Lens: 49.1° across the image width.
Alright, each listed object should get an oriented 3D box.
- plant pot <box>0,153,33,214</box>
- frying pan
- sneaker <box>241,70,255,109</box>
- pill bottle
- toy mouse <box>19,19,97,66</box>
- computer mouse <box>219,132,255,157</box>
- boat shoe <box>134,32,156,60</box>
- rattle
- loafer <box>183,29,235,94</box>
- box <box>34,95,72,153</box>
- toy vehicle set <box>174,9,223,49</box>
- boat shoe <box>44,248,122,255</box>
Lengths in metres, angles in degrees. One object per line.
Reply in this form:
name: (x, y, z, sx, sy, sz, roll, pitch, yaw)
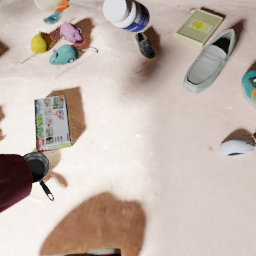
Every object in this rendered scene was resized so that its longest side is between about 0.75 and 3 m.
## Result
plant pot: (-2.545, 1.036, 5.118, 1.275, 1.425, 1.425, -10, 49, -49)
frying pan: (-2.388, 1.255, 7.706, 1.612, 0.262, 0.975, 26, 61, 14)
sneaker: (4.433, -0.908, 8.607, 1.010, 1.131, 2.829, -9, 57, -6)
pill bottle: (-0.021, -2.289, 5.610, 0.609, 0.609, 1.052, 32, 21, 20)
toy mouse: (-2.365, -3.231, 10.503, 2.490, 0.542, 2.802, 15, 58, 10)
computer mouse: (3.399, 0.517, 8.156, 1.438, 0.315, 0.789, -8, 58, -5)
boat shoe: (0.616, -3.111, 10.478, 0.505, 0.455, 1.404, -18, 58, -12)
rattle: (-1.416, -3.116, 6.910, 1.422, 1.560, 2.184, -40, 57, 11)
loafer: (2.822, -2.346, 9.617, 1.041, 1.039, 2.976, 29, 61, 18)
box: (-2.328, -0.177, 8.611, 1.008, 0.318, 1.832, -10, 57, -6)
toy vehicle set: (2.840, -4.001, 11.186, 1.202, 0.256, 1.934, 30, 61, 18)
boat shoe: (-1.299, 3.178, 6.111, 2.456, 0.874, 0.768, -3, 59, -8)
